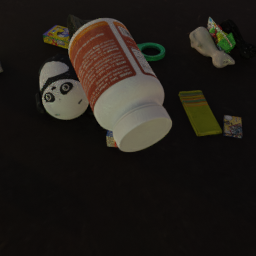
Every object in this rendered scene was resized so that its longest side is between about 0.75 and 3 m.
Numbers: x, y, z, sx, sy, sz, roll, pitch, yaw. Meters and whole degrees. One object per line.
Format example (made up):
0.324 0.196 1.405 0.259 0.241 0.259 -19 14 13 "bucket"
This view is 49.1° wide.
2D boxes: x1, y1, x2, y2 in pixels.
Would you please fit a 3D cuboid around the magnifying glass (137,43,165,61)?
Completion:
0.241 -3.522 12.640 2.853 0.320 1.136 5 48 6 "magnifying glass"

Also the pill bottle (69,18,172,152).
-0.197 -0.985 6.434 1.630 1.630 2.907 -18 62 -15 "pill bottle"

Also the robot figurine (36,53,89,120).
-2.290 -1.510 9.877 1.642 1.977 2.632 2 44 -25 "robot figurine"

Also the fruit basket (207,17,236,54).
3.910 -3.942 12.130 0.727 1.437 1.551 -43 82 9 "fruit basket"

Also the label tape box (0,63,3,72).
-6.489 -2.450 11.409 1.518 0.666 2.106 36 57 28 "label tape box"

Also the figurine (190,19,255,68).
4.243 -3.581 12.300 2.413 1.039 2.355 -20 55 -16 "figurine"

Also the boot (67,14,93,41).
-1.562 -4.374 12.900 2.248 0.816 2.043 4 59 -30 "boot"

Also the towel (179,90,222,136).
2.559 -0.604 10.054 0.922 0.193 2.143 -8 48 -6 "towel"

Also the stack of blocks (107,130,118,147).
-0.073 -0.180 9.434 1.030 0.524 1.789 5 48 4 "stack of blocks"

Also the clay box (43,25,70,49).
-2.874 -4.238 13.174 1.901 0.453 1.092 18 49 16 "clay box"

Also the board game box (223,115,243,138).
3.575 -0.056 9.579 0.588 0.150 0.868 10 48 9 "board game box"
